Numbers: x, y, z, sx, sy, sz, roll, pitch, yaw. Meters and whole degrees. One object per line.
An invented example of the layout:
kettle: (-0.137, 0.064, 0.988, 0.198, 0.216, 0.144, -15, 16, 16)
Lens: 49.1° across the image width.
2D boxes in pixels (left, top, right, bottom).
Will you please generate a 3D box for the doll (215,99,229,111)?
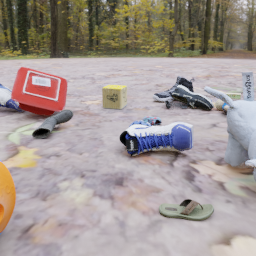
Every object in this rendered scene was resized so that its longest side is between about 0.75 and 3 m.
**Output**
doll: (5.061, -0.891, 12.597, 1.878, 0.667, 2.752, -10, 21, -30)

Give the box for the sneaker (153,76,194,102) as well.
sneaker: (2.521, -2.163, 15.364, 2.397, 1.364, 0.905, -3, 18, -10)

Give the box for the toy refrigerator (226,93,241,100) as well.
toy refrigerator: (6.018, -1.821, 16.032, 0.819, 0.311, 0.286, 6, 19, 16)

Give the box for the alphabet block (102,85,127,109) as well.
alphabet block: (-0.652, -1.564, 14.048, 1.021, 1.040, 1.016, 5, 18, 15)

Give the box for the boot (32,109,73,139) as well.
boot: (-2.719, -0.169, 10.239, 1.321, 0.527, 1.453, -26, 10, 7)

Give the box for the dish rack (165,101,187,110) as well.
dish rack: (2.418, -1.146, 14.007, 1.062, 0.290, 0.815, 0, 19, -1)

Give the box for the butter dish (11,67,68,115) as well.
butter dish: (-4.027, -1.368, 12.688, 2.246, 1.660, 2.240, 13, 48, -19)

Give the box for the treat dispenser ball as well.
treat dispenser ball: (-2.781, 1.164, 4.492, 1.825, 1.825, 1.825, 0, 18, 0)

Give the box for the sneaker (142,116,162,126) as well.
sneaker: (0.962, -0.275, 11.255, 0.838, 0.333, 0.400, -3, 20, -9)

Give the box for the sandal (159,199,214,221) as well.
sandal: (1.161, 1.586, 5.549, 1.091, 0.311, 0.433, 1, 18, 3)

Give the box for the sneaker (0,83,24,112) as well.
sneaker: (-6.293, -1.334, 13.278, 2.820, 1.629, 1.139, 33, -7, 8)

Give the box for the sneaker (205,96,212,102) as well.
sneaker: (3.663, -1.472, 14.716, 1.623, 0.625, 0.691, 24, 19, 37)

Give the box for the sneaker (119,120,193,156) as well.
sneaker: (0.683, 0.406, 8.406, 2.380, 0.961, 1.374, 5, 21, 36)

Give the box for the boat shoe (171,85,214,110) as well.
boat shoe: (3.187, -1.359, 13.999, 0.720, 0.902, 2.386, -46, 45, -10)

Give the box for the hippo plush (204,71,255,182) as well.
hippo plush: (3.436, 0.229, 6.424, 2.208, 2.772, 2.229, -21, 26, 5)
